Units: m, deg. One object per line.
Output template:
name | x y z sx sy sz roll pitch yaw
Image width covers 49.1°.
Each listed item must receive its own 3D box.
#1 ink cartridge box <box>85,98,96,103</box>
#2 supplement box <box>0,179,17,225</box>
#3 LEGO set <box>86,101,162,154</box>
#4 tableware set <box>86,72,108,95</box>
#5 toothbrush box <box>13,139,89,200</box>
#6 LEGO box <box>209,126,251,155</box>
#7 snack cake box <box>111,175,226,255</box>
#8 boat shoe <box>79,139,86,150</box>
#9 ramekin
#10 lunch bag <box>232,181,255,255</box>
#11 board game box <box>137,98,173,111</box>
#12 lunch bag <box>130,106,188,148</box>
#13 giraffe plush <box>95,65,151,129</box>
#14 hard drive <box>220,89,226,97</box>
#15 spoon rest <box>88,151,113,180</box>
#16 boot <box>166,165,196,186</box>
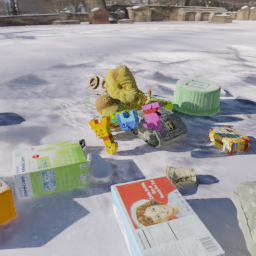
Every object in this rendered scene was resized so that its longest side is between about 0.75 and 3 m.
ink cartridge box | -1.554 -1.235 13.220 0.951 0.228 0.692 -5 26 -10
supplement box | -3.915 1.589 6.685 2.306 0.848 1.453 21 32 38
LEGO set | -0.276 0.117 9.153 2.931 1.203 1.118 -12 8 33
tableware set | -1.431 -2.205 13.846 1.709 1.130 0.342 17 7 42
toothbrush box | -2.151 1.085 7.792 1.879 0.809 1.368 -10 27 -17
LEGO box | 3.471 0.401 9.615 0.840 0.435 1.128 -10 28 -20
snack cake box | 0.645 2.066 5.750 1.412 0.825 2.455 -9 27 -15
boat shoe | -1.697 0.672 9.131 0.381 0.375 1.056 7 27 13
ramekin | 3.116 -1.495 12.669 2.192 1.071 2.192 2 27 -1
lunch bag | 3.262 1.995 5.250 2.402 1.412 1.970 8 27 6
board game box | 1.017 -0.722 11.891 0.997 0.467 1.963 16 30 29
lunch bag | 1.118 -0.048 9.944 1.399 1.003 1.706 -18 37 -34
giraffe plush | -0.421 -0.899 10.769 2.436 2.102 1.975 42 67 14
hard drive | 3.951 -1.915 14.596 1.873 0.250 1.235 -1 26 -3
spoon rest | -0.904 1.078 8.261 0.687 0.419 1.383 -10 27 -21
boot | 1.442 1.404 7.636 0.839 0.393 1.080 4 23 7
